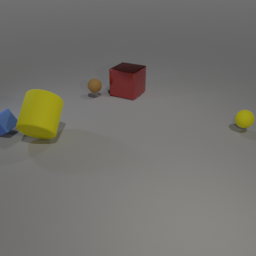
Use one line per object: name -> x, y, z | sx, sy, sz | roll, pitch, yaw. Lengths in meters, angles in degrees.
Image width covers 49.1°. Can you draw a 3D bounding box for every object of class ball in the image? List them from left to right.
ball -> -1.646, -2.094, 13.856 | 0.700, 0.700, 0.700 | 0, 29, 0
ball -> 4.525, -0.351, 10.866 | 0.700, 0.700, 0.700 | 0, 29, 0

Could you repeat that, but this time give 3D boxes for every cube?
cube -> -4.771, -0.211, 10.706 | 0.700, 0.700, 0.700 | -16, 26, 36
cube -> -0.004, -2.409, 14.227 | 1.400, 1.400, 1.400 | 14, 32, 24

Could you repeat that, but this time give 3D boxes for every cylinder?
cylinder -> -3.196, -0.477, 10.248 | 1.400, 1.400, 1.400 | 4, 68, 8
